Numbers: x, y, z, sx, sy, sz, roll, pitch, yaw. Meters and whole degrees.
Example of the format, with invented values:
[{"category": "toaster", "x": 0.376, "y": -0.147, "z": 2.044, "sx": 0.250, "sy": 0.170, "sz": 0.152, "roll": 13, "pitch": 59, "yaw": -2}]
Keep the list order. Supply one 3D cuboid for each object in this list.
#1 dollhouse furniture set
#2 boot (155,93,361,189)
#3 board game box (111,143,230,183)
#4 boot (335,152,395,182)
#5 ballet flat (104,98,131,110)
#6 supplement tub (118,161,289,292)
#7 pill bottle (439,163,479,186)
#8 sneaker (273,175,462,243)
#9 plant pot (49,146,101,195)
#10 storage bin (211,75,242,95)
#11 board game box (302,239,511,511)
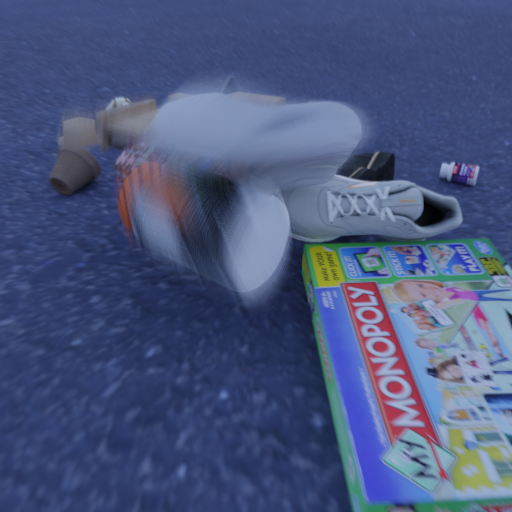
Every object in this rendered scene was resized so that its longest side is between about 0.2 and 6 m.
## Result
[{"category": "dollhouse furniture set", "x": -0.701, "y": -1.467, "z": 9.137, "sx": 3.066, "sy": 1.755, "sz": 3.595, "roll": 15, "pitch": 30, "yaw": 27}, {"category": "boot", "x": -0.007, "y": -1.391, "z": 7.588, "sx": 2.710, "sy": 1.295, "sz": 0.997, "roll": 0, "pitch": 61, "yaw": -12}, {"category": "board game box", "x": -1.419, "y": -1.298, "z": 10.207, "sx": 1.828, "sy": 1.457, "sz": 0.885, "roll": 18, "pitch": 65, "yaw": 26}, {"category": "boot", "x": 1.382, "y": -1.373, "z": 11.060, "sx": 2.018, "sy": 1.130, "sz": 2.918, "roll": 11, "pitch": 24, "yaw": 25}, {"category": "ballet flat", "x": -3.300, "y": -3.531, "z": 14.191, "sx": 0.952, "sy": 0.900, "sz": 2.825, "roll": -15, "pitch": 37, "yaw": -21}, {"category": "supplement tub", "x": -0.760, "y": -0.490, "z": 7.634, "sx": 2.183, "sy": 1.338, "sz": 1.338, "roll": 25, "pitch": 41, "yaw": 30}, {"category": "pill bottle", "x": 4.349, "y": -1.769, "z": 12.019, "sx": 0.752, "sy": 0.419, "sz": 0.419, "roll": 13, "pitch": 36, "yaw": 19}, {"category": "sneaker", "x": 1.789, "y": -0.807, "z": 8.764, "sx": 3.090, "sy": 1.170, "sz": 1.421, "roll": 1, "pitch": -5, "yaw": -19}, {"category": "plant pot", "x": -3.854, "y": -1.712, "z": 11.659, "sx": 0.941, "sy": 0.941, "sz": 0.821, "roll": 13, "pitch": 55, "yaw": 19}, {"category": "storage bin", "x": -0.965, "y": -3.457, "z": 13.955, "sx": 1.242, "sy": 1.346, "sz": 1.850, "roll": -19, "pitch": 28, "yaw": 22}, {"category": "board game box", "x": 2.386, "y": 1.266, "z": 7.330, "sx": 3.052, "sy": 0.660, "sz": 4.535, "roll": -1, "pitch": 34, "yaw": -4}]
